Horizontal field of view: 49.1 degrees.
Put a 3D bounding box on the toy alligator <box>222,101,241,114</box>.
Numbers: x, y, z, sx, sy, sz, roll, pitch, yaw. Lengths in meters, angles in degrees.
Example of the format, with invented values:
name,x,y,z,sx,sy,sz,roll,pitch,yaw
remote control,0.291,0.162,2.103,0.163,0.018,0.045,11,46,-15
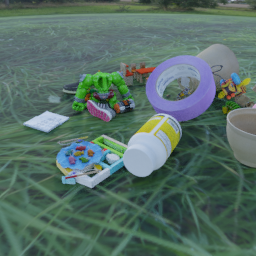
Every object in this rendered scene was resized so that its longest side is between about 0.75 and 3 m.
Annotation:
name,x,y,z,sx,sy,sz,roll,pitch,yaw
toy alligator,4.779,-0.720,12.260,0.628,0.575,2.118,-9,29,-12

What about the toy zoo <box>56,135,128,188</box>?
name,x,y,z,sx,sy,sz,roll,pitch,yaw
toy zoo,-1.132,1.089,9.288,1.707,0.266,2.602,23,36,35

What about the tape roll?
name,x,y,z,sx,sy,sz,roll,pitch,yaw
tape roll,2.220,-1.707,11.936,2.809,0.922,2.809,-13,57,21

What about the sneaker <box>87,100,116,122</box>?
name,x,y,z,sx,sy,sz,roll,pitch,yaw
sneaker,-1.151,-0.836,12.491,1.660,0.612,0.726,30,41,35

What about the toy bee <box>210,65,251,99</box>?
name,x,y,z,sx,sy,sz,roll,pitch,yaw
toy bee,4.586,-1.775,12.659,2.351,1.539,1.278,4,64,-20

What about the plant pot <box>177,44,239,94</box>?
name,x,y,z,sx,sy,sz,roll,pitch,yaw
plant pot,3.908,-2.808,14.577,2.594,2.429,2.429,-25,37,-22

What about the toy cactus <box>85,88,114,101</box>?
name,x,y,z,sx,sy,sz,roll,pitch,yaw
toy cactus,-1.465,-1.858,14.262,1.805,0.923,1.490,0,18,17

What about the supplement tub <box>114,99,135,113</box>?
name,x,y,z,sx,sy,sz,roll,pitch,yaw
supplement tub,-0.170,-0.989,12.819,0.874,0.535,0.535,-19,34,-30

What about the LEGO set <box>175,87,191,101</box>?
name,x,y,z,sx,sy,sz,roll,pitch,yaw
LEGO set,2.642,-1.268,12.672,0.947,0.713,1.231,48,40,-1

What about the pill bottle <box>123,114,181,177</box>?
name,x,y,z,sx,sy,sz,roll,pitch,yaw
pill bottle,0.804,0.544,9.203,1.318,1.318,2.345,14,31,24

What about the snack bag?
name,x,y,z,sx,sy,sz,roll,pitch,yaw
snack bag,-3.443,-0.314,11.980,1.392,0.158,1.476,15,32,26

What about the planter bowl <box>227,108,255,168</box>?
name,x,y,z,sx,sy,sz,roll,pitch,yaw
planter bowl,4.296,0.407,9.330,2.133,1.435,2.133,0,28,0

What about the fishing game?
name,x,y,z,sx,sy,sz,roll,pitch,yaw
fishing game,-1.570,0.831,9.190,1.542,0.335,2.154,-9,31,-11

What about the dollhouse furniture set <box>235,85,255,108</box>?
name,x,y,z,sx,sy,sz,roll,pitch,yaw
dollhouse furniture set,5.888,-1.559,12.986,1.225,1.288,1.049,32,33,0

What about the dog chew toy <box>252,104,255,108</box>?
name,x,y,z,sx,sy,sz,roll,pitch,yaw
dog chew toy,5.723,-0.076,10.323,1.509,1.509,2.423,-18,42,-29

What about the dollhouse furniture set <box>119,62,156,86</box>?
name,x,y,z,sx,sy,sz,roll,pitch,yaw
dollhouse furniture set,0.735,-3.271,16.285,2.326,1.211,2.351,-14,32,-24

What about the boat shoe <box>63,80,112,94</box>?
name,x,y,z,sx,sy,sz,roll,pitch,yaw
boat shoe,-2.186,-2.427,15.093,2.656,0.873,0.949,-7,29,-12

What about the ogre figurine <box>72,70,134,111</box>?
name,x,y,z,sx,sy,sz,roll,pitch,yaw
ogre figurine,-1.138,-1.739,12.974,2.837,1.701,1.392,1,27,1
